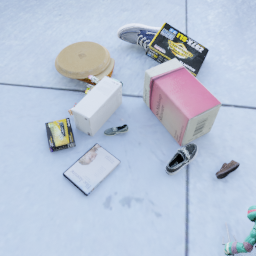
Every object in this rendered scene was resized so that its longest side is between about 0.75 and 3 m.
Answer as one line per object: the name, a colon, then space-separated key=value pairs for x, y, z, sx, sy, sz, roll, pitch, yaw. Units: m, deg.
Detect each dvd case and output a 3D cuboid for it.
dvd case: x=-1.320 y=1.469 z=10.266 sx=1.273 sy=0.157 sz=1.784 roll=35 pitch=61 yaw=23

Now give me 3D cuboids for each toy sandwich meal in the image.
toy sandwich meal: x=-1.979 y=-2.979 z=13.116 sx=2.875 sy=0.984 sz=2.875 roll=-2 pitch=52 yaw=3

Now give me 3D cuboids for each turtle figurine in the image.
turtle figurine: x=3.958 y=3.401 z=8.125 sx=2.221 sy=1.493 sz=2.966 roll=-9 pitch=60 yaw=-7

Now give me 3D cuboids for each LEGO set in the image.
LEGO set: x=-1.897 y=-1.306 z=11.992 sx=0.732 sy=0.904 sz=1.966 roll=27 pitch=80 yaw=37

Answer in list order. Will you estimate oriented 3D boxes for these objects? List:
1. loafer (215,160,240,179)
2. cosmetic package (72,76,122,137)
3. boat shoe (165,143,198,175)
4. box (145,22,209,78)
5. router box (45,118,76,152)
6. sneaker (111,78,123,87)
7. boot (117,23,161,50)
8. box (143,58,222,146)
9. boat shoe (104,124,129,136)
loafer: x=3.545 y=1.490 z=10.158 sx=1.080 sy=0.394 sz=0.383 roll=-23 pitch=47 yaw=-23
cosmetic package: x=-1.181 y=-0.883 z=11.339 sx=0.900 sy=1.252 sz=2.218 roll=29 pitch=56 yaw=20
boat shoe: x=2.010 y=1.030 z=10.326 sx=1.686 sy=0.576 sz=0.622 roll=-33 pitch=60 yaw=-22
box: x=2.357 y=-3.605 z=13.237 sx=2.582 sy=0.637 sz=2.062 roll=32 pitch=56 yaw=-1
router box: x=-2.670 y=0.257 z=11.043 sx=1.001 sy=0.333 sz=1.273 roll=-14 pitch=55 yaw=-10
sneaker: x=-0.718 y=-1.749 z=12.430 sx=0.722 sy=0.451 sz=1.225 roll=23 pitch=54 yaw=23
boot: x=0.874 y=-4.416 z=14.022 sx=2.780 sy=1.011 sz=1.256 roll=-1 pitch=57 yaw=-7
box: x=1.987 y=-1.035 z=11.064 sx=1.555 sy=1.824 sz=2.853 roll=-25 pitch=58 yaw=-18
boat shoe: x=-0.473 y=0.046 z=11.215 sx=1.016 sy=0.314 sz=0.370 roll=-10 pitch=54 yaw=-7
